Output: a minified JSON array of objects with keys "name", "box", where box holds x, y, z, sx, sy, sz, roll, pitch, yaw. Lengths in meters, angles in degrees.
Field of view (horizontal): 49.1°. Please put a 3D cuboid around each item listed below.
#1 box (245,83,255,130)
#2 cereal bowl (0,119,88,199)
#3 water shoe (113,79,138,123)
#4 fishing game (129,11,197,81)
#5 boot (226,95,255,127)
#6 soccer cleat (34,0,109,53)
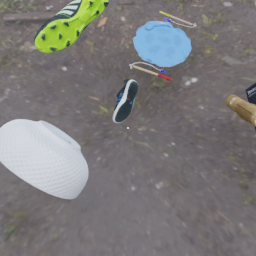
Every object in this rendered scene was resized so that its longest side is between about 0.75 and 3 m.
[{"name":"box","box":[3.589,-0.441,6.079,0.954,1.598,1.625,-1,72,-16]},{"name":"cereal bowl","box":[-1.435,0.413,5.047,1.841,1.841,0.767,35,89,20]},{"name":"water shoe","box":[-0.071,-0.501,5.222,0.335,0.303,0.849,35,102,55]},{"name":"fishing game","box":[0.981,-2.451,8.275,1.745,0.379,2.436,20,65,5]},{"name":"boot","box":[2.208,-0.159,4.768,0.905,0.342,1.034,22,18,-17]},{"name":"soccer cleat","box":[-1.610,-3.011,7.858,2.506,0.846,1.016,-43,39,-9]}]
